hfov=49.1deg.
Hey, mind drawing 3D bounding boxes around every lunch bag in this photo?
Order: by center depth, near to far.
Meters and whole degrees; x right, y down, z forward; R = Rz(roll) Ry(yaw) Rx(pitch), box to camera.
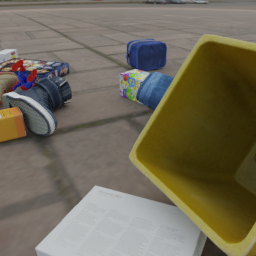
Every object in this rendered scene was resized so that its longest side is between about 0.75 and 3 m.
[{"bbox_3d":[0.760,-3.436,13.087,1.834,1.246,1.213,-11,30,-23],"label":"lunch bag"}]

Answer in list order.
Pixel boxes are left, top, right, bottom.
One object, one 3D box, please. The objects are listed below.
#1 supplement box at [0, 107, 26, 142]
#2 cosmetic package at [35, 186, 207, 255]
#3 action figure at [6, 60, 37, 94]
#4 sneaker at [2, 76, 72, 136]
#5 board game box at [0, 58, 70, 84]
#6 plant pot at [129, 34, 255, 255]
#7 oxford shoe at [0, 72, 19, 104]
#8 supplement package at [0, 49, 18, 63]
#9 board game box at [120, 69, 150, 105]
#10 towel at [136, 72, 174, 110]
[{"bbox_3d":[-3.744,0.051,7.121,2.060,0.686,0.709,-16,32,-29],"label":"supplement box"},{"bbox_3d":[-0.029,1.663,4.072,2.025,0.523,1.527,8,31,27],"label":"cosmetic package"},{"bbox_3d":[-3.526,-1.260,9.146,0.803,1.218,2.460,37,-13,-10],"label":"action figure"},{"bbox_3d":[-2.287,-0.766,8.287,1.952,1.027,2.702,-25,36,-34],"label":"sneaker"},{"bbox_3d":[-4.261,-2.474,12.093,2.852,0.494,1.932,8,29,14],"label":"board game box"},{"bbox_3d":[2.038,0.351,4.513,2.481,2.425,2.409,25,9,-39],"label":"plant pot"},{"bbox_3d":[-4.411,-1.037,9.172,1.020,0.961,2.728,27,38,10],"label":"oxford shoe"},{"bbox_3d":[-6.020,-3.507,13.918,0.600,0.624,1.096,4,28,10],"label":"supplement package"},{"bbox_3d":[0.581,-1.396,9.676,0.870,0.855,1.660,-25,37,-39],"label":"board game box"},{"bbox_3d":[1.775,-0.695,7.710,2.940,0.713,1.641,23,32,8],"label":"towel"}]
